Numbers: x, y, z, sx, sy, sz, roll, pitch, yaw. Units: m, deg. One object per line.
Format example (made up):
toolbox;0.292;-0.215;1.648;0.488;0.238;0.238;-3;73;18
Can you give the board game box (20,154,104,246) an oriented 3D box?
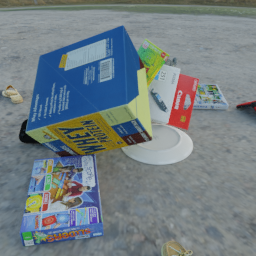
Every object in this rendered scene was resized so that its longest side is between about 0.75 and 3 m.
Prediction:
board game box;-1.671;1.719;7.423;1.839;0.468;2.716;-4;31;-8

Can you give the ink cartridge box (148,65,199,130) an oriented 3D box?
ink cartridge box;1.639;-1.176;10.510;1.891;2.146;0.480;14;-8;-3

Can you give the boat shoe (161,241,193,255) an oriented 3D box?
boat shoe;1.207;2.844;5.415;0.648;0.554;1.769;-12;32;-19

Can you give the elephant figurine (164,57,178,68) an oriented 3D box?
elephant figurine;0.859;-2.618;13.817;2.659;1.882;2.063;1;-1;31

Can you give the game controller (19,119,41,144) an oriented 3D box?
game controller;-2.864;0.111;9.963;1.900;0.400;0.991;2;65;-2

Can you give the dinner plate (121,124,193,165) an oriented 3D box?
dinner plate;0.995;0.412;9.880;2.575;0.312;2.575;-1;30;1

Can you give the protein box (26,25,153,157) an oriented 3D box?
protein box;-1.070;-0.975;8.534;2.970;2.004;2.948;-14;57;18

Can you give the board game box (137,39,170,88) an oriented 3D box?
board game box;0.526;-2.082;10.062;0.967;1.903;0.453;38;17;13

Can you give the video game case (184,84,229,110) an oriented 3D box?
video game case;3.283;-1.539;13.215;2.293;0.277;2.516;2;30;4

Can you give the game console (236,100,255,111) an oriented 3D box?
game console;5.827;-0.728;11.934;1.752;1.040;1.510;-13;2;-22

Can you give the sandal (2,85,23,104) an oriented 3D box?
sandal;-5.475;-1.737;13.224;0.666;0.598;1.817;-22;37;-33
